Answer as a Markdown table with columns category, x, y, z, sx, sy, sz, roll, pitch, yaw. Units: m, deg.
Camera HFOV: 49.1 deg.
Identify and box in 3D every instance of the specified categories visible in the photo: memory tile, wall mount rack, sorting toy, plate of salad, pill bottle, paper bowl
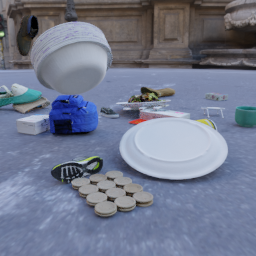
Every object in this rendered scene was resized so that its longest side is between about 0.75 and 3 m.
| category | x | y | z | sx | sy | sz | roll | pitch | yaw |
| --- | --- | --- | --- | --- | --- | --- | --- | --- | --- |
| memory tile | -0.363 | 1.329 | 5.917 | 1.268 | 0.139 | 1.655 | -9 | 17 | -29 |
| wall mount rack | 3.965 | -0.719 | 12.958 | 1.112 | 0.415 | 0.966 | 1 | 12 | 3 |
| sorting toy | -5.175 | -1.307 | 14.372 | 1.893 | 0.279 | 1.399 | 23 | 48 | 39 |
| plate of salad | 0.737 | -1.383 | 13.585 | 2.669 | 0.641 | 2.669 | -2 | 7 | 0 |
| pill bottle | 2.040 | 0.176 | 8.839 | 1.439 | 0.806 | 0.806 | -8 | 17 | -29 |
| paper bowl | -1.508 | -1.789 | 7.962 | 2.235 | 1.163 | 2.235 | -21 | -20 | -8 |
| plate of salad | 1.201 | 0.535 | 7.642 | 2.858 | 0.686 | 2.858 | -3 | 32 | 2 |

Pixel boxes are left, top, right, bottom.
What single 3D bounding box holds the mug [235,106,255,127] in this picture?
| category | x | y | z | sx | sy | sz | roll | pitch | yaw |
| --- | --- | --- | --- | --- | --- | --- | --- | --- | --- |
| mug | 4.884 | -0.462 | 11.338 | 1.166 | 0.721 | 0.958 | -13 | 19 | -40 |

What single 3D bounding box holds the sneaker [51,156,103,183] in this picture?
| category | x | y | z | sx | sy | sz | roll | pitch | yaw |
| --- | --- | --- | --- | --- | --- | --- | --- | --- | --- |
| sneaker | -1.267 | 0.964 | 6.762 | 1.360 | 0.502 | 0.550 | -5 | 8 | -45 |

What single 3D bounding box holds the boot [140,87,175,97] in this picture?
| category | x | y | z | sx | sy | sz | roll | pitch | yaw |
| --- | --- | --- | --- | --- | --- | --- | --- | --- | --- |
| boot | 2.000 | -2.432 | 18.840 | 1.635 | 0.617 | 1.867 | 29 | 31 | 36 |

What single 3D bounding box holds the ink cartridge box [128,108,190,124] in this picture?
| category | x | y | z | sx | sy | sz | roll | pitch | yaw |
| --- | --- | --- | --- | --- | --- | --- | --- | --- | --- |
| ink cartridge box | 1.294 | -0.415 | 11.712 | 2.009 | 0.437 | 1.744 | 12 | 18 | 38 |

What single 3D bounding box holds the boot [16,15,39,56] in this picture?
| category | x | y | z | sx | sy | sz | roll | pitch | yaw |
| --- | --- | --- | --- | --- | --- | --- | --- | --- | --- |
| boot | -3.439 | -3.197 | 9.606 | 0.528 | 1.414 | 0.685 | 3 | 4 | -43 |

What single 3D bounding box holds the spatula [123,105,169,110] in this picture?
| category | x | y | z | sx | sy | sz | roll | pitch | yaw |
| --- | --- | --- | --- | --- | --- | --- | --- | --- | --- |
| spatula | 0.839 | -0.933 | 13.259 | 1.907 | 0.220 | 2.742 | 0 | 8 | 16 |

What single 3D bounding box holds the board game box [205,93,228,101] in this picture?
| category | x | y | z | sx | sy | sz | roll | pitch | yaw |
| --- | --- | --- | --- | --- | --- | --- | --- | --- | --- |
| board game box | 5.544 | -1.972 | 17.542 | 0.827 | 0.360 | 1.121 | -11 | 19 | -33 |

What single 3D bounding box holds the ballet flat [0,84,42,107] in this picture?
| category | x | y | z | sx | sy | sz | roll | pitch | yaw |
| --- | --- | --- | --- | --- | --- | --- | --- | --- | --- |
| ballet flat | -5.885 | -1.680 | 14.152 | 2.905 | 1.022 | 0.978 | -10 | 35 | 8 |

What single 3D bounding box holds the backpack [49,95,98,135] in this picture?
| category | x | y | z | sx | sy | sz | roll | pitch | yaw |
| --- | --- | --- | --- | --- | --- | --- | --- | --- | --- |
| backpack | -1.923 | -0.480 | 10.193 | 1.654 | 1.388 | 1.344 | 2 | 27 | 0 |

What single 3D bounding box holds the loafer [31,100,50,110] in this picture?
| category | x | y | z | sx | sy | sz | roll | pitch | yaw |
| --- | --- | --- | --- | --- | --- | --- | --- | --- | --- |
| loafer | -4.592 | -1.152 | 14.574 | 1.159 | 0.417 | 0.364 | -16 | 31 | -24 |

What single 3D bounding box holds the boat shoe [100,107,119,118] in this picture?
| category | x | y | z | sx | sy | sz | roll | pitch | yaw |
| --- | --- | --- | --- | --- | --- | --- | --- | --- | --- |
| boat shoe | -0.901 | -0.733 | 12.882 | 1.192 | 0.423 | 0.429 | 14 | 21 | 42 |

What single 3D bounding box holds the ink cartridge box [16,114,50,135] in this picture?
| category | x | y | z | sx | sy | sz | roll | pitch | yaw |
| --- | --- | --- | --- | --- | --- | --- | --- | --- | --- |
| ink cartridge box | -3.476 | -0.155 | 10.618 | 0.868 | 0.501 | 1.189 | 6 | 17 | 22 |
